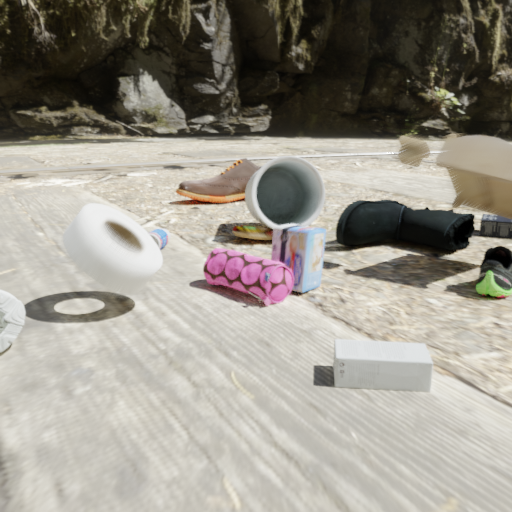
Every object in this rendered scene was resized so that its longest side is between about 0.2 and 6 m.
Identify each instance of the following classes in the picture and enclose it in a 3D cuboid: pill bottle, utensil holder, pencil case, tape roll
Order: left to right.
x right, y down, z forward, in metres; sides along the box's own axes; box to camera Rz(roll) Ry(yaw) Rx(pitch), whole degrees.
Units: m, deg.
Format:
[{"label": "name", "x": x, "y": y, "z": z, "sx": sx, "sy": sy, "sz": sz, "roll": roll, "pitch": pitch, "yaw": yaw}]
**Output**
[{"label": "tape roll", "x": -2.120, "y": -0.126, "z": 8.403, "sx": 1.452, "sy": 0.508, "sz": 1.452, "roll": 37, "pitch": 18, "yaw": -14}, {"label": "pill bottle", "x": -2.137, "y": -0.354, "z": 12.114, "sx": 0.435, "sy": 0.435, "sz": 0.775, "roll": 3, "pitch": 17, "yaw": 12}, {"label": "pencil case", "x": -0.189, "y": 0.331, "z": 9.291, "sx": 1.591, "sy": 0.745, "sz": 0.722, "roll": 13, "pitch": -23, "yaw": 43}, {"label": "utensil holder", "x": 0.607, "y": -1.437, "z": 13.301, "sx": 1.681, "sy": 1.681, "sz": 1.979, "roll": -2, "pitch": 5, "yaw": -6}]

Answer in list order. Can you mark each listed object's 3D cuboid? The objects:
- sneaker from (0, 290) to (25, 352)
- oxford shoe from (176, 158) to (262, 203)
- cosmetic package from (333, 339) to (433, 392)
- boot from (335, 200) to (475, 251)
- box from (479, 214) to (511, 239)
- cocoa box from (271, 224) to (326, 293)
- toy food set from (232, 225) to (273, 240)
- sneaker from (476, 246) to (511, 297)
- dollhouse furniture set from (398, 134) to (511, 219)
[{"label": "sneaker", "x": -4.226, "y": 0.870, "z": 6.684, "sx": 2.676, "sy": 1.043, "sz": 1.330, "roll": -11, "pitch": 16, "yaw": -38}, {"label": "oxford shoe", "x": -0.765, "y": -2.458, "z": 17.964, "sx": 3.722, "sy": 1.357, "sz": 1.327, "roll": -6, "pitch": 17, "yaw": -21}, {"label": "cosmetic package", "x": 1.428, "y": 1.248, "z": 6.423, "sx": 1.061, "sy": 0.378, "sz": 0.538, "roll": 2, "pitch": 16, "yaw": 6}, {"label": "boot", "x": 3.311, "y": -0.598, "z": 12.183, "sx": 2.189, "sy": 0.989, "sz": 2.672, "roll": 19, "pitch": 24, "yaw": 39}, {"label": "box", "x": 5.783, "y": -0.713, "z": 13.421, "sx": 0.744, "sy": 0.426, "sz": 0.817, "roll": 6, "pitch": 17, "yaw": 25}, {"label": "cocoa box", "x": 0.707, "y": 0.026, "z": 9.507, "sx": 0.681, "sy": 1.037, "sz": 0.692, "roll": 11, "pitch": 13, "yaw": 32}, {"label": "toy food set", "x": -0.013, "y": -0.549, "z": 12.862, "sx": 1.072, "sy": 0.261, "sz": 1.061, "roll": 3, "pitch": 7, "yaw": -30}, {"label": "sneaker", "x": 4.282, "y": 0.173, "z": 9.608, "sx": 0.687, "sy": 0.750, "sz": 1.790, "roll": 10, "pitch": 18, "yaw": 31}, {"label": "dollhouse furniture set", "x": 4.916, "y": -1.551, "z": 10.406, "sx": 3.636, "sy": 1.775, "sz": 3.101, "roll": 23, "pitch": -7, "yaw": 32}]
